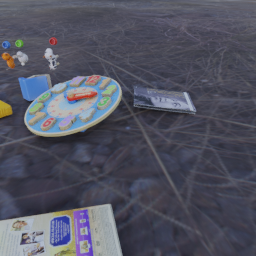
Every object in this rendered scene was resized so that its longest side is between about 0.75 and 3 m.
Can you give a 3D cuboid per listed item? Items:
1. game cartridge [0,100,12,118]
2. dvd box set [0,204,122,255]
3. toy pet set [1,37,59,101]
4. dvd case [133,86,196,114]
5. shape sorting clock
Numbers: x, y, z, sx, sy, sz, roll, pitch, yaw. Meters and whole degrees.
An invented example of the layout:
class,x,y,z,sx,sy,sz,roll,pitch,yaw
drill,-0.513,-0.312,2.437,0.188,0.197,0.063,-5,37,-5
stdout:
class,x,y,z,sx,sy,sz,roll,pitch,yaw
game cartridge,-5.083,-0.429,8.369,2.107,0.388,2.390,22,34,36
dvd box set,-1.304,2.039,4.108,2.454,0.361,1.795,-6,31,-12
toy pet set,-3.411,-1.981,9.478,2.064,1.927,1.096,-1,21,14
dvd case,1.158,-0.953,9.256,1.953,0.156,1.452,7,30,-3
shape sorting clock,-1.606,-0.769,8.136,2.903,0.570,2.903,-9,34,6
